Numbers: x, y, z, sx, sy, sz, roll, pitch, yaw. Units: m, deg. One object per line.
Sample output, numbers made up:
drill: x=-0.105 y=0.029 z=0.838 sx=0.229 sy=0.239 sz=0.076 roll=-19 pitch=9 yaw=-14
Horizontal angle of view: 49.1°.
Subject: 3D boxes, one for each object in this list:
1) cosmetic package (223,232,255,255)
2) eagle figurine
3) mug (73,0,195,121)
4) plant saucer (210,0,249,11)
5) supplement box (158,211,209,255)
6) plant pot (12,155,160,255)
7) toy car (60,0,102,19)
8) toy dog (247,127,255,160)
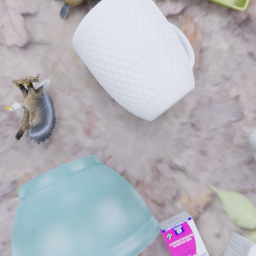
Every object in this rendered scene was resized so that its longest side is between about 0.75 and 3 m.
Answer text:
cosmetic package: x=2.708 y=3.274 z=6.085 sx=1.150 sy=1.152 sz=1.396 roll=26 pitch=83 yaw=4
eagle figurine: x=-2.257 y=-0.446 z=6.498 sx=1.111 sy=1.117 sz=1.472 roll=-14 pitch=105 yaw=-3
mug: x=0.518 y=-1.638 z=6.528 sx=2.757 sy=2.035 sz=2.417 roll=-34 pitch=86 yaw=-35
plant saucer: x=2.384 y=-4.265 z=7.495 sx=2.125 sy=0.509 sz=2.128 roll=23 pitch=83 yaw=3
supplement box: x=1.341 y=2.785 z=6.364 sx=0.750 sy=0.766 sz=1.483 roll=-24 pitch=84 yaw=-4
plant pot: x=-1.014 y=1.676 z=5.493 sx=2.791 sy=2.791 sz=1.870 roll=-24 pitch=82 yaw=-3
toy car: x=-1.298 y=-3.563 z=7.307 sx=1.538 sy=1.213 sz=1.263 roll=-28 pitch=78 yaw=25
toy dog: x=3.731 y=0.839 z=6.395 sx=1.612 sy=1.177 sz=2.445 roll=-7 pitch=115 yaw=36
